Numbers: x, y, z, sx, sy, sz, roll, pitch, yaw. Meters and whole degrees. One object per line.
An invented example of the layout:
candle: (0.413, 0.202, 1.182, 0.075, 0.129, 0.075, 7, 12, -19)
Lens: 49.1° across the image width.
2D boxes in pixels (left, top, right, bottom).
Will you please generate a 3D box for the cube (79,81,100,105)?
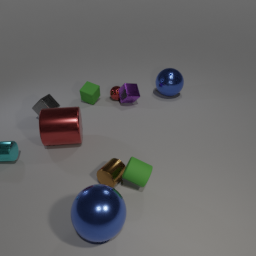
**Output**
cube: (-1.795, -1.663, 13.302, 0.700, 0.700, 0.700, 22, 57, 14)

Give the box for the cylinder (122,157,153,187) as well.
cylinder: (0.276, 1.303, 8.323, 0.700, 0.700, 0.700, 25, 35, -1)

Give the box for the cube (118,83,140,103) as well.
cube: (0.049, -1.628, 13.125, 0.700, 0.700, 0.700, -3, 71, -32)

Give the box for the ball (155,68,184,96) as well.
ball: (2.061, -2.267, 13.888, 1.400, 1.400, 1.400, 0, 33, 0)

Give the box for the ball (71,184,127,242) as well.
ball: (-0.735, 2.124, 7.061, 1.400, 1.400, 1.400, 0, 33, 0)

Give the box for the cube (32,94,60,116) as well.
cube: (-3.458, -0.892, 11.852, 0.700, 0.700, 0.700, 49, 30, -8)

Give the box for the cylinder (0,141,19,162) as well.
cylinder: (-4.258, 0.799, 9.644, 0.700, 0.700, 0.700, -2, 33, 4)

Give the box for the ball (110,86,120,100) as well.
ball: (-0.542, -1.708, 13.679, 0.700, 0.700, 0.700, 0, 33, 0)

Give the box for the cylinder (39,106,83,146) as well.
cylinder: (-2.465, -0.069, 10.461, 1.400, 1.400, 1.400, -4, 33, -5)

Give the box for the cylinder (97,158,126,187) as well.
cylinder: (-0.509, 1.415, 8.809, 0.700, 0.700, 0.700, 20, 38, 28)
